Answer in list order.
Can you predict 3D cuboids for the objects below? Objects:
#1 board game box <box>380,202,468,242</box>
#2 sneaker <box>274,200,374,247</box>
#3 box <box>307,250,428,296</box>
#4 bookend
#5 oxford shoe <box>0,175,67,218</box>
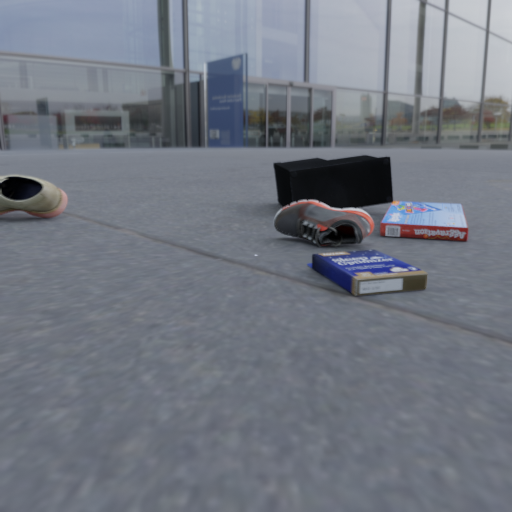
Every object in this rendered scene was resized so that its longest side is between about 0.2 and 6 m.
[{"bbox_3d":[3.555,-0.781,11.801,1.590,0.300,3.089,6,15,17],"label":"board game box"},{"bbox_3d":[1.105,-0.522,9.940,1.840,0.709,0.753,2,31,25],"label":"sneaker"},{"bbox_3d":[1.475,0.174,7.901,1.039,0.278,1.716,-4,13,-17],"label":"box"},{"bbox_3d":[1.806,-1.846,13.912,2.378,1.102,2.393,-9,15,-6],"label":"bookend"},{"bbox_3d":[-5.734,-1.494,12.598,2.786,0.986,1.028,1,-19,8],"label":"oxford shoe"}]
